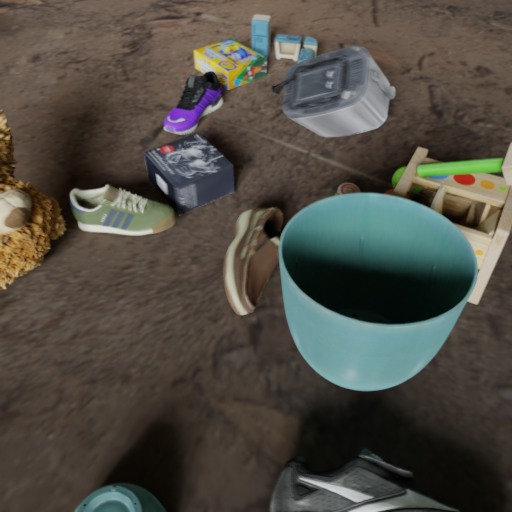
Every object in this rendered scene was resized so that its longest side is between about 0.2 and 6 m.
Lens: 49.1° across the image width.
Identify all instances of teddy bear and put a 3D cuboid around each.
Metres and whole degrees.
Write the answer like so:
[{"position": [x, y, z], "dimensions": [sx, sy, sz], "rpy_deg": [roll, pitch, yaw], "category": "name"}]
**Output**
[{"position": [-4.951, -1.444, 8.882], "dimensions": [4.186, 1.398, 3.035], "rpy_deg": [56, 33, 4], "category": "teddy bear"}]

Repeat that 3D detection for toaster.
[{"position": [1.665, -3.338, 11.834], "dimensions": [2.389, 1.543, 1.358], "rpy_deg": [-4, 74, 39], "category": "toaster"}]

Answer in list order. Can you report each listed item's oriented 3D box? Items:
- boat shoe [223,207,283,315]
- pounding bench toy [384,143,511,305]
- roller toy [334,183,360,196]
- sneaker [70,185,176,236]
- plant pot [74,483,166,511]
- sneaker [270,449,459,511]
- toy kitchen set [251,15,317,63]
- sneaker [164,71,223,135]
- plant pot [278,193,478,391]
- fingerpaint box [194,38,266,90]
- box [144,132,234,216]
[{"position": [0.050, -0.054, 9.309], "dimensions": [0.857, 0.855, 2.316], "rpy_deg": [-15, 42, 21], "category": "boat shoe"}, {"position": [3.117, -0.918, 9.111], "dimensions": [2.021, 2.591, 1.609], "rpy_deg": [21, 49, 19], "category": "pounding bench toy"}, {"position": [1.796, -1.165, 10.943], "dimensions": [0.494, 0.346, 0.451], "rpy_deg": [20, 56, 9], "category": "roller toy"}, {"position": [-2.479, -0.883, 10.126], "dimensions": [1.938, 0.870, 0.650], "rpy_deg": [0, 48, 12], "category": "sneaker"}, {"position": [-1.603, 3.126, 6.337], "dimensions": [1.241, 0.832, 1.241], "rpy_deg": [0, 46, 0], "category": "plant pot"}, {"position": [1.571, 2.901, 6.438], "dimensions": [3.007, 0.999, 1.360], "rpy_deg": [4, 48, 7], "category": "sneaker"}, {"position": [0.667, -5.489, 14.743], "dimensions": [1.781, 1.049, 1.427], "rpy_deg": [8, 46, 9], "category": "toy kitchen set"}, {"position": [-1.494, -3.631, 12.909], "dimensions": [0.715, 1.023, 2.058], "rpy_deg": [20, 48, 18], "category": "sneaker"}, {"position": [1.543, 0.682, 7.885], "dimensions": [2.534, 2.034, 2.534], "rpy_deg": [0, 42, 0], "category": "plant pot"}, {"position": [-0.684, -5.063, 14.669], "dimensions": [1.262, 0.555, 1.513], "rpy_deg": [-29, 52, -25], "category": "fingerpaint box"}, {"position": [-1.331, -1.664, 11.146], "dimensions": [1.268, 0.725, 1.393], "rpy_deg": [-26, 51, -23], "category": "box"}]
